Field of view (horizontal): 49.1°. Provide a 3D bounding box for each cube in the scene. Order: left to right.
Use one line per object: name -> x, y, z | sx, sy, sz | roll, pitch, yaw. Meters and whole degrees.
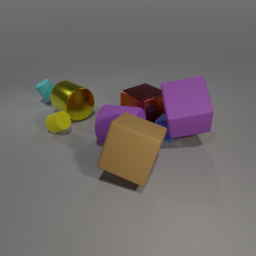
cube -> 0.152, 0.541, 7.993 | 1.400, 1.400, 1.400 | 22, 18, 9
cube -> 0.649, -0.817, 11.263 | 1.400, 1.400, 1.400 | -23, 38, -35
cube -> 1.448, -0.009, 10.525 | 0.700, 0.700, 0.700 | 18, 34, 24
cube -> 1.931, -0.663, 9.292 | 1.400, 1.400, 1.400 | -10, 61, 7

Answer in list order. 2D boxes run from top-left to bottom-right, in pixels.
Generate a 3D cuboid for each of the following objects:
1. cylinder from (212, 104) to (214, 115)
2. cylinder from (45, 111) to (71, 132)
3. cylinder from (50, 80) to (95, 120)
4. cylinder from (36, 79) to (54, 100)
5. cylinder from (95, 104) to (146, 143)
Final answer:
cylinder -> 2.426, -0.755, 11.132 | 1.400, 1.400, 1.400 | -11, 33, -19
cylinder -> -2.664, -0.233, 10.682 | 0.700, 0.700, 0.700 | -13, 17, 37
cylinder -> -2.356, -1.189, 11.893 | 1.400, 1.400, 1.400 | -21, 33, -33
cylinder -> -3.771, -1.786, 12.951 | 0.700, 0.700, 0.700 | -25, 28, 14
cylinder -> -0.236, -0.078, 9.877 | 1.400, 1.400, 1.400 | 7, 30, 21
